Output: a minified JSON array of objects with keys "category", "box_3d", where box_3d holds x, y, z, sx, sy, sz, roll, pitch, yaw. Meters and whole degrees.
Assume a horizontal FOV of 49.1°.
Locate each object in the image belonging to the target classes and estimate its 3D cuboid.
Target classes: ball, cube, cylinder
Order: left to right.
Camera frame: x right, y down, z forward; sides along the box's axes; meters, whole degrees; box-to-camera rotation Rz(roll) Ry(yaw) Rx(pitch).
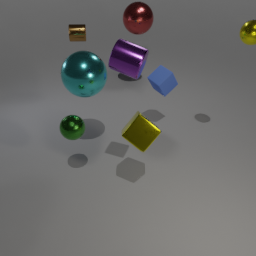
[{"category":"ball","box_3d":[-1.520,-0.013,7.676,0.700,0.700,0.700,0,32,0]},{"category":"cylinder","box_3d":[-2.148,-4.049,11.937,0.700,0.700,0.700,-3,32,-6]},{"category":"ball","box_3d":[-1.329,-1.630,8.525,1.400,1.400,1.400,0,32,0]},{"category":"cylinder","box_3d":[0.016,-1.537,6.256,0.700,0.700,0.700,23,36,5]},{"category":"ball","box_3d":[0.459,-4.958,12.683,1.400,1.400,1.400,0,32,0]},{"category":"cube","box_3d":[0.317,0.082,7.045,0.700,0.700,0.700,38,7,-8]},{"category":"cube","box_3d":[1.266,-1.718,10.214,0.700,0.700,0.700,-44,50,-2]},{"category":"ball","box_3d":[3.598,-2.757,8.098,0.700,0.700,0.700,0,32,0]}]
